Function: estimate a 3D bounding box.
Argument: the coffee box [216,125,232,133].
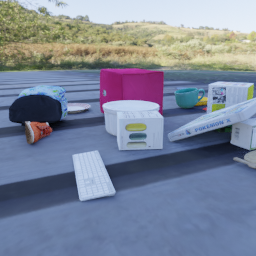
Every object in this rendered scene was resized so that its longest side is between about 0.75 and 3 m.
[{"bbox_3d":[3.789,-0.100,11.162,0.749,0.268,1.218,-1,16,-4],"label":"coffee box"}]

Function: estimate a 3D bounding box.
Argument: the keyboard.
[{"bbox_3d":[-0.941,1.085,7.024,0.753,0.143,2.676,-4,15,-13],"label":"keyboard"}]

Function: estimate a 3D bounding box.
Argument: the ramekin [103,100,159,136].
[{"bbox_3d":[0.113,-0.379,10.710,2.137,1.042,2.137,0,16,0],"label":"ramekin"}]

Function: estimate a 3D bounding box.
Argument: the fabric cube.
[{"bbox_3d":[0.128,-1.619,13.174,2.232,2.189,2.224,-8,19,-29],"label":"fabric cube"}]

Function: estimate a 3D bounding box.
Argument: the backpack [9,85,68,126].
[{"bbox_3d":[-3.514,-0.976,11.934,2.134,2.011,2.616,-1,-3,5],"label":"backpack"}]

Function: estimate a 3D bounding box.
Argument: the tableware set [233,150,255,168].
[{"bbox_3d":[3.813,0.982,6.945,1.384,0.419,2.093,-17,13,-14],"label":"tableware set"}]

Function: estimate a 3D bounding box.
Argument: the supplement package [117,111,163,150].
[{"bbox_3d":[0.356,0.061,9.061,1.375,1.043,1.036,-2,15,-6],"label":"supplement package"}]

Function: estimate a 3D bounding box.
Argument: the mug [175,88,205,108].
[{"bbox_3d":[3.320,-1.603,15.212,1.480,0.915,1.216,2,21,36],"label":"mug"}]

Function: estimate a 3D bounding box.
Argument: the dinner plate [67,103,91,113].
[{"bbox_3d":[-2.978,-1.025,14.653,2.033,0.246,2.033,0,14,0],"label":"dinner plate"}]

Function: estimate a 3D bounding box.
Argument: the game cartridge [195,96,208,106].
[{"bbox_3d":[4.136,-1.629,16.855,1.924,0.312,1.696,-4,16,-24],"label":"game cartridge"}]

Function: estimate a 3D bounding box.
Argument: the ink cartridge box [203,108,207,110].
[{"bbox_3d":[4.638,-1.088,14.849,1.093,0.258,0.875,13,20,36],"label":"ink cartridge box"}]

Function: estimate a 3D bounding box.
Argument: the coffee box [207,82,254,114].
[{"bbox_3d":[4.501,-1.127,12.304,1.624,1.642,1.640,9,17,30],"label":"coffee box"}]

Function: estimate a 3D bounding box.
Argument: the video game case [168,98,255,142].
[{"bbox_3d":[3.201,-0.377,9.714,2.700,0.326,2.962,-21,2,42],"label":"video game case"}]

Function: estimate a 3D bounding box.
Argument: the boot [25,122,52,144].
[{"bbox_3d":[-3.120,0.099,9.816,0.934,0.653,1.741,0,13,-20],"label":"boot"}]

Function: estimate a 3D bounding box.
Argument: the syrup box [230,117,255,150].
[{"bbox_3d":[4.511,0.102,9.347,2.073,0.816,0.844,-8,17,-26],"label":"syrup box"}]
